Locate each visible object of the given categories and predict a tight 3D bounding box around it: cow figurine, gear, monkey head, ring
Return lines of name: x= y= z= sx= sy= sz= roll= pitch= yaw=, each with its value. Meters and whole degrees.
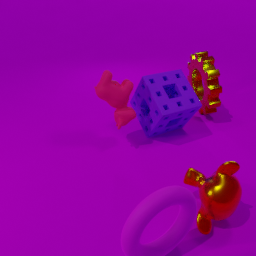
cow figurine: x=-0.308 y=-0.649 z=6.789 sx=1.224 sy=1.204 sz=0.672 roll=21 pitch=12 yaw=-17
gear: x=2.292 y=-1.362 z=8.549 sx=0.347 sy=1.876 sz=1.876 roll=-12 pitch=31 yaw=-4
monkey head: x=1.487 y=1.120 z=5.060 sx=1.022 sy=1.421 sz=0.856 roll=23 pitch=13 yaw=13
ring: x=0.493 y=1.456 z=4.203 sx=1.350 sy=1.350 sz=0.270 roll=-17 pitch=34 yaw=-27

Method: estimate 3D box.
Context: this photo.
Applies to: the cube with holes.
cube with holes: x=0.972 y=-0.656 z=7.590 sx=1.209 sy=1.209 sz=1.209 roll=-15 pitch=67 yaw=-24
